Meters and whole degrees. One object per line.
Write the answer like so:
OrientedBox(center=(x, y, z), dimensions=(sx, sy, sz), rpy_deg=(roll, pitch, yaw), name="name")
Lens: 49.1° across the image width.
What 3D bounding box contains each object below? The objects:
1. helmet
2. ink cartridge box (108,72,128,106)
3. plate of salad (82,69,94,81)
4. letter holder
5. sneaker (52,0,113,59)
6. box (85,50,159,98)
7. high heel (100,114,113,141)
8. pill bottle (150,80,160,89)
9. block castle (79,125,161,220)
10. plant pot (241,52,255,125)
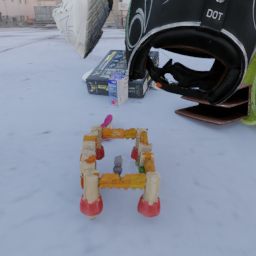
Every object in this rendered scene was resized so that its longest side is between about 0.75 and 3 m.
OrientedBox(center=(1.133, -1.876, 5.036), dimensions=(2.567, 2.567, 2.448), rpy_deg=(6, 60, 13), name="helmet")
OrientedBox(center=(-0.347, -1.453, 10.110), dimensions=(0.425, 1.115, 0.760), rpy_deg=(12, 26, 26), name="ink cartridge box")
OrientedBox(center=(-1.182, -2.455, 13.227), dimensions=(1.933, 0.464, 1.933), rpy_deg=(-7, 31, 4), name="plate of salad")
OrientedBox(center=(2.510, -0.869, 8.694), dimensions=(1.413, 1.000, 1.988), rpy_deg=(-17, 22, -29), name="letter holder")
OrientedBox(center=(-0.928, -1.959, 5.056), dimensions=(0.985, 0.843, 2.263), rpy_deg=(35, -12, -10), name="sneaker")
OrientedBox(center=(-0.123, -2.393, 11.881), dimensions=(2.361, 0.764, 2.994), rpy_deg=(7, 39, 16), name="box")
OrientedBox(center=(-0.747, -0.054, 7.766), dimensions=(0.608, 0.427, 1.267), rpy_deg=(9, 36, -5), name="high heel")
OrientedBox(center=(1.200, -1.965, 12.090), dimensions=(0.491, 0.491, 0.843), rpy_deg=(-6, 24, -14), name="pill bottle")
OrientedBox(center=(-0.181, 0.779, 5.214), dimensions=(1.362, 0.956, 2.038), rpy_deg=(2, 25, -5), name="block castle")
OrientedBox(center=(4.935, -1.196, 8.133), dimensions=(2.488, 2.707, 2.707), rpy_deg=(10, 23, -4), name="plant pot")
